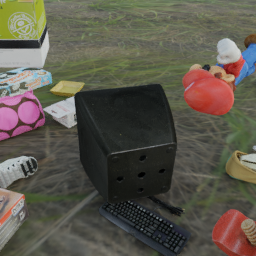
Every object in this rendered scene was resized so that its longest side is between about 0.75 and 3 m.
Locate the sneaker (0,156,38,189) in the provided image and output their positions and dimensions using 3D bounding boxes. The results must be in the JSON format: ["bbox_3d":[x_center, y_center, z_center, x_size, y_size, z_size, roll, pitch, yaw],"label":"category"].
[{"bbox_3d":[-2.855,1.039,6.444,1.451,0.545,0.588,-21,26,-36],"label":"sneaker"}]

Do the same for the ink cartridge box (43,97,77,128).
[{"bbox_3d":[-1.810,-0.518,8.884,0.867,0.507,1.494,26,40,36],"label":"ink cartridge box"}]

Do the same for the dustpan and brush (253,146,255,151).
[{"bbox_3d":[4.668,0.554,7.117,2.696,0.771,1.881,12,34,7],"label":"dustpan and brush"}]

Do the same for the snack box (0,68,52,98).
[{"bbox_3d":[-4.500,-1.782,10.962,1.508,0.481,2.595,25,40,35],"label":"snack box"}]

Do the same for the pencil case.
[{"bbox_3d":[-3.724,-0.263,7.813,2.555,1.197,1.159,-24,42,-32],"label":"pencil case"}]

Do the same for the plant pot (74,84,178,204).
[{"bbox_3d":[0.037,0.417,6.036,2.015,2.010,1.787,-8,37,-15],"label":"plant pot"}]

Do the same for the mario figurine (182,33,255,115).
[{"bbox_3d":[1.732,-1.140,5.322,1.164,1.356,2.196,18,43,42],"label":"mario figurine"}]

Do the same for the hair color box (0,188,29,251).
[{"bbox_3d":[-3.129,1.609,5.301,2.076,0.664,1.152,11,33,15],"label":"hair color box"}]

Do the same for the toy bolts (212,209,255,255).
[{"bbox_3d":[1.488,2.444,3.751,2.406,1.668,2.298,-38,7,-32],"label":"toy bolts"}]

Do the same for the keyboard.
[{"bbox_3d":[0.418,1.721,5.582,1.810,0.186,1.150,22,38,30],"label":"keyboard"}]

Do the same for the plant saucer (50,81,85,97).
[{"bbox_3d":[-2.283,-1.470,10.689,1.013,0.245,1.013,8,33,12],"label":"plant saucer"}]

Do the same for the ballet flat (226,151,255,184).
[{"bbox_3d":[3.339,1.017,6.214,2.207,0.696,0.757,11,38,17],"label":"ballet flat"}]

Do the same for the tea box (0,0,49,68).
[{"bbox_3d":[-3.521,-2.972,7.561,2.349,2.311,1.569,-3,37,-6],"label":"tea box"}]
